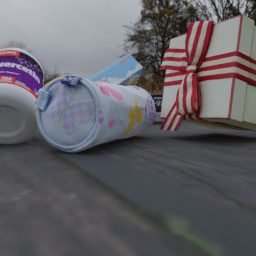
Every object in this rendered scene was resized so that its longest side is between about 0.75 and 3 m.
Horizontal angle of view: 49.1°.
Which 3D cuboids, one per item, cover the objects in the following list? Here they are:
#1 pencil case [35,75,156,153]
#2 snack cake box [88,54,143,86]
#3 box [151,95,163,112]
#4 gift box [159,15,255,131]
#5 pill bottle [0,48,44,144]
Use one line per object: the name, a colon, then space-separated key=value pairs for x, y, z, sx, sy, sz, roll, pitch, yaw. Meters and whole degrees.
pencil case: x=-0.395 y=-0.280 z=4.881 sx=1.168 sy=1.070 sz=2.575 roll=12 pitch=9 yaw=23
snack cake box: x=-0.612 y=-1.372 z=9.240 sx=2.178 sy=0.732 sz=1.252 roll=-38 pitch=-11 yaw=-26
box: x=0.769 y=-0.807 z=9.664 sx=1.964 sy=0.489 sz=1.549 roll=-5 pitch=-1 yaw=-24
gift box: x=1.711 y=-0.822 z=5.574 sx=1.976 sy=1.952 sz=2.116 roll=10 pitch=-9 yaw=-35
pill bottle: x=-2.162 y=-0.727 z=5.201 sx=1.147 sy=1.147 sz=2.041 roll=-1 pitch=38 yaw=-15
